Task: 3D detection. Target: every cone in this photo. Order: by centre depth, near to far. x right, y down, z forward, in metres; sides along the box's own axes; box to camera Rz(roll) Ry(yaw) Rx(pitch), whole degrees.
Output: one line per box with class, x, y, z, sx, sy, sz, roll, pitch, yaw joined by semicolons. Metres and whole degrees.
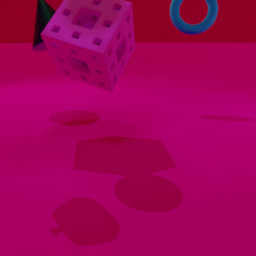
cone;-2.464;-3.345;8.569;1.512;1.517;1.512;-19;8;3

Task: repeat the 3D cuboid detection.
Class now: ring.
ring;2.038;-3.655;8.686;1.466;1.466;0.293;2;7;6

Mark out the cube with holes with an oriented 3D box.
cube with holes;-0.762;-1.889;6.140;1.368;1.368;1.368;20;-21;13
